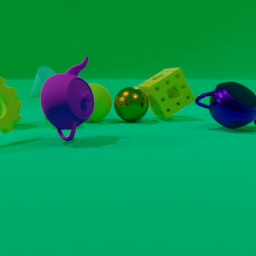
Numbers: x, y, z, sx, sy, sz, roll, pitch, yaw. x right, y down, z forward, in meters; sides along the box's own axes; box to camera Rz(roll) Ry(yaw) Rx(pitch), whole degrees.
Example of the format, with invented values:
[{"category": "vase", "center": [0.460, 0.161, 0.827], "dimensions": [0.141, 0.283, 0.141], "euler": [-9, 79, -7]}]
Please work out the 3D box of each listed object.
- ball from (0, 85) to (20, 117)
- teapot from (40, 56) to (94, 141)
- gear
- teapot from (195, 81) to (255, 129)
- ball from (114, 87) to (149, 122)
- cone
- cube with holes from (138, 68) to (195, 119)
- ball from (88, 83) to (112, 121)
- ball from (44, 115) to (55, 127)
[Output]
[{"category": "ball", "center": [-3.409, -0.607, 7.334], "dimensions": [1.109, 1.109, 1.109], "euler": [0, 11, 0]}, {"category": "teapot", "center": [-1.136, -0.613, 5.687], "dimensions": [0.912, 1.863, 1.158], "euler": [-8, -24, 29]}, {"category": "gear", "center": [-2.738, -0.446, 5.515], "dimensions": [0.234, 1.266, 1.266], "euler": [-18, -2, 37]}, {"category": "teapot", "center": [2.683, -0.496, 7.139], "dimensions": [2.054, 1.006, 1.277], "euler": [15, 45, -10]}, {"category": "ball", "center": [0.097, -0.696, 8.224], "dimensions": [1.032, 1.032, 1.032], "euler": [0, 11, 0]}, {"category": "cone", "center": [-2.398, -1.054, 7.682], "dimensions": [0.920, 0.917, 0.917], "euler": [-31, -2, 23]}, {"category": "cube with holes", "center": [1.180, -1.105, 8.767], "dimensions": [1.101, 1.101, 1.101], "euler": [-33, 17, -9]}, {"category": "ball", "center": [-1.026, -0.755, 8.265], "dimensions": [1.112, 1.112, 1.112], "euler": [0, 11, 0]}, {"category": "ball", "center": [-1.812, -0.393, 7.365], "dimensions": [0.775, 0.775, 0.775], "euler": [0, 11, 0]}]
